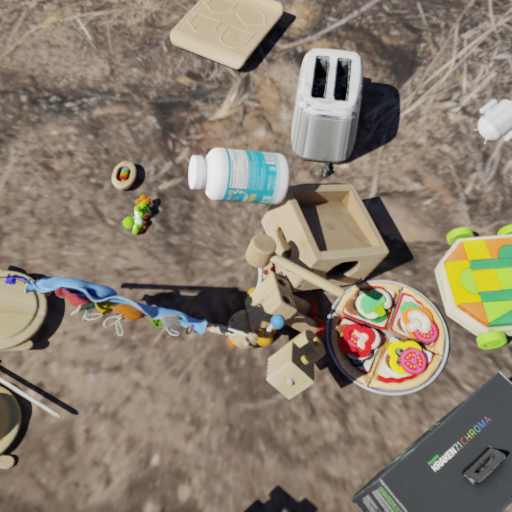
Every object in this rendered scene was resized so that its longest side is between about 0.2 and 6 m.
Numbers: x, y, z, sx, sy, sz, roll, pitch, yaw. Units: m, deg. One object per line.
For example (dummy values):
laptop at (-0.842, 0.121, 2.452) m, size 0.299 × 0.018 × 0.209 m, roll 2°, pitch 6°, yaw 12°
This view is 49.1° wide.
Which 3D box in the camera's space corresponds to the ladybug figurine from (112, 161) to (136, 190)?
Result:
ladybug figurine at (-2.446, -1.478, 10.428) m, size 0.437 × 0.231 × 0.644 m, roll 8°, pitch 61°, yaw 4°

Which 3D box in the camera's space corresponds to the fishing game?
fishing game at (-1.811, 0.775, 7.369) m, size 3.493 × 2.501 × 0.543 m, roll 19°, pitch 78°, yaw -32°

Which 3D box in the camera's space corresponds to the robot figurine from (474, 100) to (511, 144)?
robot figurine at (3.572, -1.982, 8.198) m, size 0.739 × 0.417 × 0.627 m, roll -39°, pitch 82°, yaw 9°

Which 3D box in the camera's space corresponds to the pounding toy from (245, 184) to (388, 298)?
pounding toy at (0.778, -0.002, 8.806) m, size 2.326 × 1.064 × 2.043 m, roll -5°, pitch 58°, yaw -29°

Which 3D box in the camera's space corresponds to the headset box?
headset box at (2.396, 2.680, 6.921) m, size 2.005 × 2.303 × 1.068 m, roll -33°, pitch 66°, yaw -18°

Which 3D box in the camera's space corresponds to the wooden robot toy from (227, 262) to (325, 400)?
wooden robot toy at (0.190, 1.147, 8.614) m, size 1.326 × 1.287 × 2.922 m, roll -41°, pitch 34°, yaw 20°

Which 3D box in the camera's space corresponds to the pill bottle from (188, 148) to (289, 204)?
pill bottle at (-0.273, -1.206, 8.461) m, size 1.425 × 0.789 × 0.789 m, roll 2°, pitch 59°, yaw -19°

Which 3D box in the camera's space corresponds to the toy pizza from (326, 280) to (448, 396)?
toy pizza at (2.086, 1.221, 8.875) m, size 1.950 × 0.309 × 1.950 m, roll 0°, pitch 61°, yaw 0°

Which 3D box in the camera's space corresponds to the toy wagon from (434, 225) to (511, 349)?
toy wagon at (4.354, 0.416, 9.202) m, size 2.658 × 0.526 × 2.062 m, roll -5°, pitch 61°, yaw -2°

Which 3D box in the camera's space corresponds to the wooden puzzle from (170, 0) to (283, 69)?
wooden puzzle at (-0.625, -5.017, 12.312) m, size 1.836 × 0.459 × 1.982 m, roll 26°, pitch 69°, yaw 14°

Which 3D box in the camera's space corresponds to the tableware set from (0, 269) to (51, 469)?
tableware set at (-4.823, 1.648, 8.331) m, size 2.981 × 0.414 × 3.568 m, roll 5°, pitch 60°, yaw -10°

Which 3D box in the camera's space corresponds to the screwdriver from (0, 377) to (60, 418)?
screwdriver at (-4.008, 1.739, 8.479) m, size 2.682 × 0.390 × 0.374 m, roll 21°, pitch 22°, yaw 17°

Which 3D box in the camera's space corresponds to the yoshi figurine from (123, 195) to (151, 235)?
yoshi figurine at (-2.150, -0.734, 9.957) m, size 0.400 × 0.401 × 0.714 m, roll 1°, pitch 62°, yaw 19°

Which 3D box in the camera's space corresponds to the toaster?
toaster at (1.319, -2.781, 10.465) m, size 1.267 × 1.441 × 2.230 m, roll 8°, pitch 61°, yaw 5°
